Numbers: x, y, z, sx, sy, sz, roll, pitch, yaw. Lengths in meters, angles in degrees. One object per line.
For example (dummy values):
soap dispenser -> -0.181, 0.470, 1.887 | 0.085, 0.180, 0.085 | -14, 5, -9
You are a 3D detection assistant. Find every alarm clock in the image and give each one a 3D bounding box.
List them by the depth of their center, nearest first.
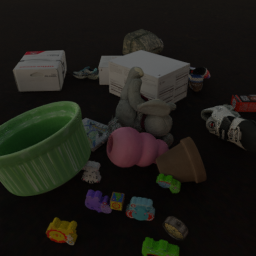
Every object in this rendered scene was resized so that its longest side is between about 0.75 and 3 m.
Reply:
alarm clock -> 1.087, 2.205, 6.242 | 0.570, 0.845, 0.281 | 36, 61, 18

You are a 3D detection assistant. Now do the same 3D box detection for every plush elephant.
plush elephant -> 0.689, -0.480, 9.416 | 2.035, 2.165, 2.629 | 15, 48, 16

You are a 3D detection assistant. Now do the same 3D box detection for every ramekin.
ramekin -> -2.460, 0.541, 7.874 | 2.900, 1.417, 2.900 | -16, 27, 8

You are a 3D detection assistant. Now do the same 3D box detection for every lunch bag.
lunch bag -> 0.975, -5.056, 17.299 | 1.768, 1.469, 2.108 | 35, 45, 24

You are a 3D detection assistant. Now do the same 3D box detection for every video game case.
video game case -> -1.411, 0.191, 10.189 | 1.558, 0.171, 1.420 | 20, 38, 28

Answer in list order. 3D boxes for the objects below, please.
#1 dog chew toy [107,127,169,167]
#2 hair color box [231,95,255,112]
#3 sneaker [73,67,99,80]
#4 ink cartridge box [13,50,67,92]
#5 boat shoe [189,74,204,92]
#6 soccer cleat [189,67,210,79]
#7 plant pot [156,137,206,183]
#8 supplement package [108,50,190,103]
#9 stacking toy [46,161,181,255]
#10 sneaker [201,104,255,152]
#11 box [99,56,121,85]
dog chew toy -> 0.369, 0.651, 8.566 | 1.956, 1.218, 1.218 | 10, 29, -20
hair color box -> 5.263, -1.045, 11.842 | 1.546, 0.474, 0.785 | 1, 32, 0
sneaker -> -2.214, -2.943, 14.681 | 1.400, 0.604, 0.543 | 3, 33, 4
ink cartridge box -> -4.294, -2.916, 14.100 | 2.043, 1.173, 2.814 | -2, 33, -4
boat shoe -> 3.156, -2.117, 13.201 | 0.744, 0.746, 2.061 | 7, 15, 15
soccer cleat -> 3.401, -2.875, 14.697 | 1.896, 0.647, 0.694 | 17, -6, 46
plant pot -> 1.443, 1.043, 8.028 | 1.167, 1.338, 1.338 | -19, 33, 4
supplement package -> 0.913, -2.228, 12.630 | 2.897, 1.606, 2.256 | 28, 42, 35
stacking toy -> -0.187, 1.985, 7.020 | 2.995, 0.704, 2.258 | 8, 35, 9
sneaker -> 3.442, 0.035, 9.696 | 1.278, 1.070, 2.888 | -4, 23, -9
box -> -0.754, -2.999, 14.443 | 1.357, 0.948, 1.783 | 1, 33, 1
